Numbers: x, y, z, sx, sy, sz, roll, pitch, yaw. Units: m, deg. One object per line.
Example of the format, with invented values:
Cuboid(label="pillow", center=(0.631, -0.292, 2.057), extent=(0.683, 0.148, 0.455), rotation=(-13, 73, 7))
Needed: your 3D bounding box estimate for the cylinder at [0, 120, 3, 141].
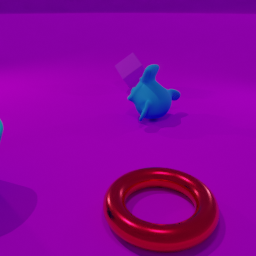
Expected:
Cuboid(label="cylinder", center=(-2.776, 0.380, 4.466), extent=(1.249, 1.249, 1.249), rotation=(21, 25, -10))

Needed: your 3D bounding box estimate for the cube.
Cuboid(label="cube", center=(0.180, -1.981, 9.961), extent=(0.826, 0.826, 0.826), rotation=(-35, 53, 8))

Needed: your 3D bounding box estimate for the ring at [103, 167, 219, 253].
Cuboid(label="ring", center=(0.490, 1.151, 4.299), extent=(1.752, 0.350, 1.752), rotation=(0, 24, 0))

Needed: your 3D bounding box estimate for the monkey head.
Cuboid(label="monkey head", center=(0.720, -0.931, 7.586), extent=(1.124, 1.341, 1.864), rotation=(42, 45, 19))
